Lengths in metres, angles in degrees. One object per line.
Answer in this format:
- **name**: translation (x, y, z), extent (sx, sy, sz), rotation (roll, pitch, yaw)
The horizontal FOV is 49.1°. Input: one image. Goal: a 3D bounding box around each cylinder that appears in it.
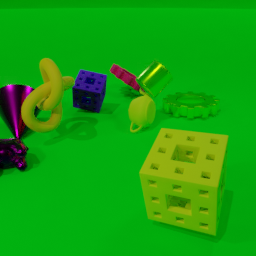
- **cylinder**: translation (0.816, -1.508, 8.692), extent (0.842, 0.842, 0.842), rotation (-45, 34, 1)

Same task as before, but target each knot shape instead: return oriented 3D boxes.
- **knot shape**: translation (-2.064, -0.975, 7.450), extent (0.902, 1.827, 1.953), rotation (19, 50, -4)

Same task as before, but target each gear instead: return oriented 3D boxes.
- **gear**: translation (2.221, -0.861, 9.965), extent (1.935, 0.358, 1.935), rotation (-2, 23, 1)
- **gear**: translation (0.087, -1.998, 11.414), extent (1.753, 0.324, 1.753), rotation (31, 14, -9)

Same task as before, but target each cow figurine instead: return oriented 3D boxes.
- **cow figurine**: translation (-3.238, 0.516, 6.764), extent (1.563, 0.858, 1.538), rotation (-5, 25, -28)

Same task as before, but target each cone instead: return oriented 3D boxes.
- **cone**: translation (-3.241, -0.203, 8.295), extent (1.540, 1.540, 1.546), rotation (-6, 53, -13)

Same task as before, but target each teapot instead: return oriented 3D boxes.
- **teapot**: translation (0.392, -0.559, 8.599), extent (0.761, 0.966, 1.554), rotation (7, 69, 27)

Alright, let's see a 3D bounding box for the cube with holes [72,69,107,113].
- **cube with holes**: translation (-1.320, -1.274, 9.698), extent (0.955, 0.955, 0.955), rotation (12, 50, 1)

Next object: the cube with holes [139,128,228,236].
- **cube with holes**: translation (1.005, 0.860, 4.768), extent (1.155, 1.155, 1.155), rotation (7, 39, 24)
